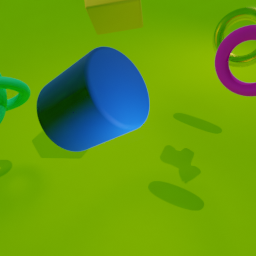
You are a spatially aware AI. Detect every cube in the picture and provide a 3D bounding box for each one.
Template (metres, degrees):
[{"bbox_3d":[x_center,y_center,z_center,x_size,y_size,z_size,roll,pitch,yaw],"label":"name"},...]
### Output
[{"bbox_3d":[-0.351,-3.274,6.951,1.269,1.269,1.269,-8,80,5],"label":"cube"}]

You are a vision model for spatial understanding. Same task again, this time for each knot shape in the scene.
[{"bbox_3d":[-3.186,-0.847,6.268,1.735,1.623,0.802,-34,41,-26],"label":"knot shape"}]

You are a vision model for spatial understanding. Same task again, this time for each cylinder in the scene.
[{"bbox_3d":[-0.441,-0.324,3.562,1.040,1.040,1.040,-23,24,39],"label":"cylinder"}]

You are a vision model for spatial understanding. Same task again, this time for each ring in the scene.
[{"bbox_3d":[2.443,-1.309,5.575,1.415,1.415,0.283,21,34,23],"label":"ring"},{"bbox_3d":[3.278,-2.583,8.032,1.667,1.667,0.333,22,14,24],"label":"ring"}]
